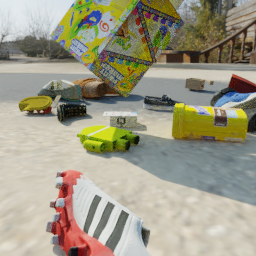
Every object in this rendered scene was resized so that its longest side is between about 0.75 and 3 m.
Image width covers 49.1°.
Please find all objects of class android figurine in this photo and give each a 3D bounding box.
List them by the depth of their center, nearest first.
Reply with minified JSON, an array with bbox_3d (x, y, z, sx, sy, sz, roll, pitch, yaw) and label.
[{"bbox_3d":[-0.575,0.253,7.347,1.634,0.336,1.488,9,19,26],"label":"android figurine"}]

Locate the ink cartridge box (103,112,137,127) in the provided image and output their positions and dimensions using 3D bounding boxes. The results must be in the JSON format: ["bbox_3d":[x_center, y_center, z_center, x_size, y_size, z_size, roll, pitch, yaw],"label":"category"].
[{"bbox_3d":[-0.249,-0.294,9.182,1.100,0.367,0.637,0,16,2],"label":"ink cartridge box"}]

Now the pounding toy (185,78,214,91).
[{"bbox_3d":[4.303,-2.562,16.602,1.457,0.667,1.280,14,18,27],"label":"pounding toy"}]

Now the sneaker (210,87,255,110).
[{"bbox_3d":[4.056,-1.053,9.929,2.247,0.862,1.250,-19,39,-2],"label":"sneaker"}]

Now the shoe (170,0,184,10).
[{"bbox_3d":[1.564,-3.799,7.836,0.598,0.470,1.316,-33,-5,-20],"label":"shoe"}]

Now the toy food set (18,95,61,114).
[{"bbox_3d":[-3.414,-0.805,10.919,1.566,0.512,0.921,-2,40,-1],"label":"toy food set"}]

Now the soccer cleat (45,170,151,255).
[{"bbox_3d":[-0.330,1.199,3.354,1.055,0.849,2.476,11,8,-24],"label":"soccer cleat"}]

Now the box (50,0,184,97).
[{"bbox_3d":[-0.462,-3.004,8.554,1.764,2.785,2.892,31,10,-48],"label":"box"}]

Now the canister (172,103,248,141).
[{"bbox_3d":[2.270,-0.172,7.984,1.915,0.829,1.422,5,17,12],"label":"canister"}]

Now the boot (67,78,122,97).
[{"bbox_3d":[-1.494,-2.208,14.904,2.326,1.149,2.996,10,27,39],"label":"boot"}]

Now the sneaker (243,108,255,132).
[{"bbox_3d":[3.980,-0.390,9.029,1.874,0.711,0.850,-13,15,-43],"label":"sneaker"}]

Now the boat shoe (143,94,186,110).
[{"bbox_3d":[1.508,-1.079,11.487,1.773,0.601,0.636,5,17,16],"label":"boat shoe"}]

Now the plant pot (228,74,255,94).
[{"bbox_3d":[4.487,-1.264,11.060,1.227,1.393,1.392,19,21,16],"label":"plant pot"}]

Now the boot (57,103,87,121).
[{"bbox_3d":[-2.012,-0.622,10.097,1.065,0.509,1.411,-1,16,-13],"label":"boot"}]

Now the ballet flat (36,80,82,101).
[{"bbox_3d":[-3.417,-1.930,13.857,2.928,0.932,0.987,10,19,32],"label":"ballet flat"}]
